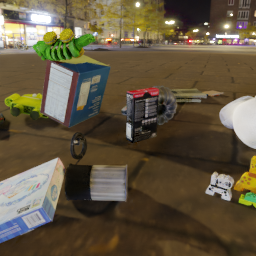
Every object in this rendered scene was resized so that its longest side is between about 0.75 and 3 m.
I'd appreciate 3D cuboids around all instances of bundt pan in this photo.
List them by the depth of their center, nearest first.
[{"bbox_3d":[1.278,-0.831,11.605,1.763,1.763,0.662,-7,34,-18],"label":"bundt pan"}]

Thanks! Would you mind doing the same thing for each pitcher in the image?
[{"bbox_3d":[4.774,-0.519,9.896,2.416,1.707,2.816,-42,13,11],"label":"pitcher"}]

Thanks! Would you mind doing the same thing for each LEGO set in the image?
[{"bbox_3d":[3.178,1.285,6.572,2.403,0.986,0.916,12,22,31],"label":"LEGO set"}]

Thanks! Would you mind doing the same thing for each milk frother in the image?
[{"bbox_3d":[-0.716,0.932,6.816,1.419,1.508,1.361,1,17,1],"label":"milk frother"}]

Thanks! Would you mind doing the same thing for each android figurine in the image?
[{"bbox_3d":[-4.437,-1.142,13.560,2.620,0.591,2.879,11,21,1],"label":"android figurine"}]

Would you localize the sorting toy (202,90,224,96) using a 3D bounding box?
[{"bbox_3d":[5.212,-2.138,17.346,0.984,0.194,1.063,-11,18,-29],"label":"sorting toy"}]

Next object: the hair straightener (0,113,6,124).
[{"bbox_3d":[-5.753,-0.262,11.684,0.828,0.440,2.151,-2,20,-6],"label":"hair straightener"}]

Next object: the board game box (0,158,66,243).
[{"bbox_3d":[-2.339,1.532,5.736,1.941,0.421,1.931,-23,21,4],"label":"board game box"}]

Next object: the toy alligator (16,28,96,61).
[{"bbox_3d":[-1.603,-1.626,5.848,1.936,0.574,0.525,-1,60,19],"label":"toy alligator"}]

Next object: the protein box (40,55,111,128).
[{"bbox_3d":[-2.269,-1.687,12.221,1.628,2.414,2.396,27,28,18],"label":"protein box"}]

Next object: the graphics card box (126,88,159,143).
[{"bbox_3d":[0.527,-0.477,10.187,1.171,1.867,0.475,-14,24,-33],"label":"graphics card box"}]

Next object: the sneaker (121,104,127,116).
[{"bbox_3d":[0.288,-1.046,13.572,0.735,0.685,1.854,5,20,26],"label":"sneaker"}]

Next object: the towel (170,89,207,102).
[{"bbox_3d":[3.175,-1.928,16.576,2.514,0.434,2.421,-3,17,-1],"label":"towel"}]
